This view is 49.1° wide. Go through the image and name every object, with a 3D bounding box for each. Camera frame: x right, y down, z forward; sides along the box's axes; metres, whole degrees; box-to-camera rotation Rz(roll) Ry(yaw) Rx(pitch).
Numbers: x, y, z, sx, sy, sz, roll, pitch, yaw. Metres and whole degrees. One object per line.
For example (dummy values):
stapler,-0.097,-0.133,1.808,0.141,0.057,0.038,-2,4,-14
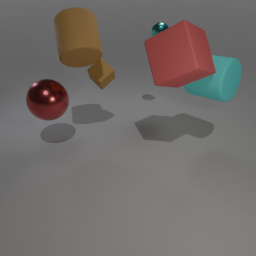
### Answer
cube,1.552,-2.098,8.299,1.400,1.400,1.400,-17,-7,37
ball,1.257,-3.734,10.849,0.700,0.700,0.700,0,30,0
cube,-0.969,-1.979,10.278,0.700,0.700,0.700,-44,79,-10
ball,-2.705,-0.949,9.462,1.400,1.400,1.400,0,30,0
cylinder,-1.631,-2.916,9.167,1.400,1.400,1.400,-11,-11,-2
cylinder,2.800,-1.691,9.336,1.400,1.400,1.400,22,36,40
